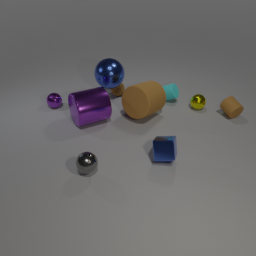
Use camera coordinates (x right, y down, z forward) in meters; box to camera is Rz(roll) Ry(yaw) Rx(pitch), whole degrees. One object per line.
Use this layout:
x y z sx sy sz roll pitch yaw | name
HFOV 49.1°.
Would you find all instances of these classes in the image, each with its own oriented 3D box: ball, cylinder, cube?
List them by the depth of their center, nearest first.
-1.308 1.102 8.920 0.700 0.700 0.700 0 33 0 | ball
1.255 0.680 9.434 0.700 0.700 0.700 -2 11 17 | cube
-1.577 -0.888 11.538 1.400 1.400 1.400 -16 37 -23 | cylinder
0.682 -1.209 11.849 1.400 1.400 1.400 22 29 30 | cylinder
4.461 -0.890 12.042 0.700 0.700 0.700 -15 53 -22 | cylinder
3.174 -1.185 12.665 0.700 0.700 0.700 0 33 0 | ball
-3.359 -1.261 12.773 0.700 0.700 0.700 0 33 0 | ball
-0.858 -2.522 12.988 1.400 1.400 1.400 0 33 0 | ball
1.932 -1.683 13.206 0.700 0.700 0.700 -10 24 36 | cylinder
-0.504 -1.926 13.766 0.700 0.700 0.700 0 33 0 | ball
